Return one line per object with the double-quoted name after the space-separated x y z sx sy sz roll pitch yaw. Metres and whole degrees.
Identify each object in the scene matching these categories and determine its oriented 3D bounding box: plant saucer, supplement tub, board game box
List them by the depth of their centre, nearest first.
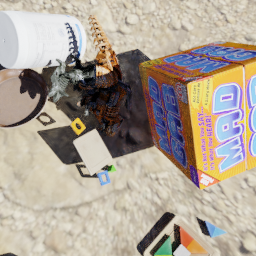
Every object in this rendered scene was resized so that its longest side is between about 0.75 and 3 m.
1.908 -0.493 6.443 2.319 2.319 2.321 -19 26 -13 "board game box"
-2.427 -2.457 7.859 2.230 1.471 1.471 -19 62 -47 "supplement tub"
-3.336 -0.868 8.277 2.057 0.354 2.057 -1 66 1 "plant saucer"

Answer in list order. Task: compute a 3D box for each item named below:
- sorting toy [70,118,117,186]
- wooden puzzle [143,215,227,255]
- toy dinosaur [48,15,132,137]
-0.923 0.595 7.211 1.040 0.252 1.848 -33 97 -54 "sorting toy"
1.258 3.018 6.611 1.506 0.261 2.233 35 72 14 "wooden puzzle"
-0.802 -1.290 7.534 2.033 1.530 2.995 7 90 24 "toy dinosaur"
